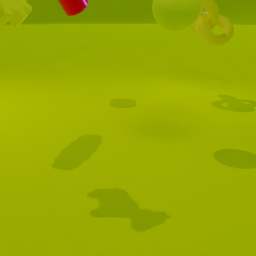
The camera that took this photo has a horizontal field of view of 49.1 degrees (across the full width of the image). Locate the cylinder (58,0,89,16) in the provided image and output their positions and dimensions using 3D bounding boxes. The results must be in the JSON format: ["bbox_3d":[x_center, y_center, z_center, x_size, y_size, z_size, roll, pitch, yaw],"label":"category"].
[{"bbox_3d":[-1.734,-3.985,8.501,0.810,0.810,0.810,-14,49,17],"label":"cylinder"}]

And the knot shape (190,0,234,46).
[{"bbox_3d":[2.282,-3.462,8.762,2.004,0.926,1.876,31,21,-22],"label":"knot shape"}]

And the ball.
[{"bbox_3d":[0.869,-2.180,5.020,0.863,0.863,0.863,0,22,0],"label":"ball"}]

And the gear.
[{"bbox_3d":[-2.639,-2.704,5.258,0.314,1.697,1.697,-34,9,25],"label":"gear"}]
